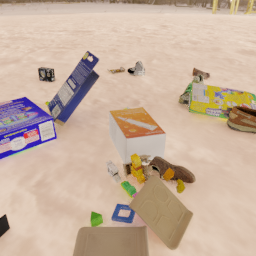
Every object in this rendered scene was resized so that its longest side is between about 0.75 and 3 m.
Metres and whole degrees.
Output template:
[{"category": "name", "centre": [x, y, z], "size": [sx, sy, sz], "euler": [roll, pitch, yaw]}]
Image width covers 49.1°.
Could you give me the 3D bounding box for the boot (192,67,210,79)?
[{"category": "boot", "centre": [4.056, -3.003, 15.468], "size": [0.889, 0.427, 1.216], "euler": [9, 30, 4]}]

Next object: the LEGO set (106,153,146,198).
[{"category": "LEGO set", "centre": [0.170, 1.184, 6.900], "size": [0.774, 0.833, 2.030], "euler": [-26, 35, -20]}]

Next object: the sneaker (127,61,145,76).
[{"category": "sneaker", "centre": [0.379, -3.421, 16.003], "size": [0.927, 0.602, 1.605], "euler": [-7, 30, -8]}]

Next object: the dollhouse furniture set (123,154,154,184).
[{"category": "dollhouse furniture set", "centre": [0.273, 1.096, 7.414], "size": [0.526, 0.694, 0.792], "euler": [-12, 4, -24]}]

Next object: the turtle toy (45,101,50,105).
[{"category": "turtle toy", "centre": [-2.976, -1.001, 11.593], "size": [0.602, 0.417, 0.826], "euler": [-8, 14, 43]}]

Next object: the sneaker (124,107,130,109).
[{"category": "sneaker", "centre": [0.014, -0.380, 9.960], "size": [0.344, 0.298, 0.762], "euler": [-21, 68, -14]}]

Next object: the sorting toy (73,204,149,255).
[{"category": "sorting toy", "centre": [-0.322, 2.447, 5.223], "size": [1.447, 0.350, 2.569], "euler": [-4, 28, 2]}]

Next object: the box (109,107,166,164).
[{"category": "box", "centre": [0.217, 0.199, 8.749], "size": [1.220, 0.956, 1.962], "euler": [-7, 29, -17]}]

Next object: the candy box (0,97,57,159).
[{"category": "candy box", "centre": [-3.867, -0.114, 9.394], "size": [2.026, 0.923, 2.396], "euler": [-22, 36, -32]}]

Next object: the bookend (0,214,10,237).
[{"category": "bookend", "centre": [-3.145, 2.093, 5.774], "size": [0.916, 0.425, 0.922], "euler": [13, 30, 23]}]

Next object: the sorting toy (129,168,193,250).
[{"category": "sorting toy", "centre": [0.861, 1.687, 6.284], "size": [1.282, 0.230, 1.720], "euler": [43, 39, 5]}]

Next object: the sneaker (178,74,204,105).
[{"category": "sneaker", "centre": [2.823, -1.731, 12.292], "size": [0.910, 1.048, 2.366], "euler": [12, 32, 23]}]

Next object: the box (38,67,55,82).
[{"category": "box", "centre": [-4.288, -2.819, 14.762], "size": [0.815, 0.667, 0.351], "euler": [12, 30, 21]}]

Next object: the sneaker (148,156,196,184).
[{"category": "sneaker", "centre": [1.128, 1.240, 7.496], "size": [1.366, 0.481, 0.516], "euler": [22, 55, 39]}]

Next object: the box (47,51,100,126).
[{"category": "box", "centre": [-1.945, -1.521, 10.380], "size": [0.441, 2.722, 1.649], "euler": [32, 9, -34]}]

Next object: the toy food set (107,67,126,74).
[{"category": "toy food set", "centre": [-0.687, -3.388, 16.249], "size": [0.918, 0.277, 0.659], "euler": [-13, 31, -23]}]

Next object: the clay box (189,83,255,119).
[{"category": "clay box", "centre": [3.729, -1.001, 10.995], "size": [2.577, 0.613, 1.480], "euler": [12, 39, 5]}]

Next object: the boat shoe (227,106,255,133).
[{"category": "boat shoe", "centre": [4.729, -0.270, 9.727], "size": [2.386, 0.881, 0.903], "euler": [8, 29, 15]}]
